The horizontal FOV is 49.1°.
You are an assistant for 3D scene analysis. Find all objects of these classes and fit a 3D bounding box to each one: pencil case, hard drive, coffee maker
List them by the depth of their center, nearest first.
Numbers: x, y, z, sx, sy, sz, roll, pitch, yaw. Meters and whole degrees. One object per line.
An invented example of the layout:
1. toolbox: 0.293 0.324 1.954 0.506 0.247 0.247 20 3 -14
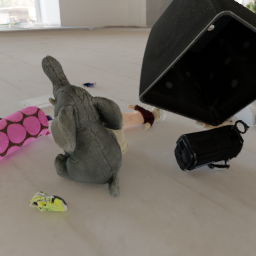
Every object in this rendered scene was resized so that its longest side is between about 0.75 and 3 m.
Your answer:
1. coffee maker: 2.132 0.424 7.442 1.529 1.468 1.030 -11 39 -20
2. pencil case: -3.489 0.196 8.475 1.105 1.141 2.435 -16 15 38
3. hard drive: -3.814 -1.139 12.265 1.471 0.196 0.970 -20 32 -37

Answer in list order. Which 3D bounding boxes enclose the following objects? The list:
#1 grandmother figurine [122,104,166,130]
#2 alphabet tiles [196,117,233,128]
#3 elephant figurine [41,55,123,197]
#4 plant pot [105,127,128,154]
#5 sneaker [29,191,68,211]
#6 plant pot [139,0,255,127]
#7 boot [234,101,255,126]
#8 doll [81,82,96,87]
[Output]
1. grandmother figurine: 0.401 -0.391 10.211 2.258 0.684 1.369 -10 57 -28
2. alphabet tiles: 3.289 -0.341 10.737 1.376 0.062 1.646 5 26 10
3. elephant figurine: -1.141 -0.098 6.744 2.186 2.817 1.994 3 36 14
4. plant pot: -0.652 0.051 8.526 1.337 1.224 1.337 0 25 0
5. sneaker: -1.735 1.691 6.134 0.964 0.363 0.368 2 30 30
6. plant pot: 1.964 -1.984 6.927 2.722 2.715 2.415 16 51 -28
7. boot: 4.701 -1.035 11.029 1.350 1.039 2.826 -10 37 -10
8. doll: -2.080 -2.291 14.718 0.790 0.191 0.539 1 32 16
